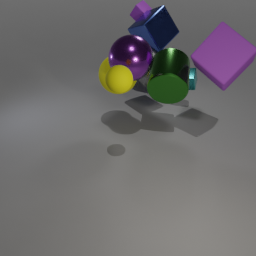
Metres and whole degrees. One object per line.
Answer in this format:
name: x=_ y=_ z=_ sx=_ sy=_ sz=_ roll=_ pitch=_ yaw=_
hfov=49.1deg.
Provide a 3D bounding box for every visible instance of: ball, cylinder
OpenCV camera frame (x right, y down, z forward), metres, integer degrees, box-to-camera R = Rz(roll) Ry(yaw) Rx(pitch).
ball: x=0.090 y=-2.169 z=8.712 sx=1.400 sy=1.400 sz=1.400 roll=0 pitch=31 yaw=0
ball: x=-0.225 y=-1.237 z=7.098 sx=0.700 sy=0.700 sz=0.700 roll=0 pitch=31 yaw=0
cylinder: x=0.890 y=-2.503 z=11.525 sx=1.400 sy=1.400 sz=1.400 roll=-21 pitch=53 yaw=-31
cylinder: x=1.436 y=-1.804 z=9.783 sx=1.400 sy=1.400 sz=1.400 roll=5 pitch=53 yaw=9
ball: x=-0.354 y=-1.920 z=10.047 sx=1.400 sy=1.400 sz=1.400 roll=0 pitch=31 yaw=0

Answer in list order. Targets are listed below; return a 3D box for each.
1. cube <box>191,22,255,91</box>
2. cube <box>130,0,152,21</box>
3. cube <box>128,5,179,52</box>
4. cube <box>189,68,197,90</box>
cube: x=3.080 y=-2.252 z=9.072 sx=1.400 sy=1.400 sz=1.400 roll=46 pitch=13 yaw=14
cube: x=0.652 y=-5.639 z=13.676 sx=0.700 sy=0.700 sz=0.700 roll=44 pitch=54 yaw=-4
cube: x=1.138 y=-4.378 z=12.594 sx=1.400 sy=1.400 sz=1.400 roll=-47 pitch=28 yaw=-14
cube: x=2.636 y=-2.157 z=12.342 sx=0.700 sy=0.700 sz=0.700 roll=4 pitch=54 yaw=21
